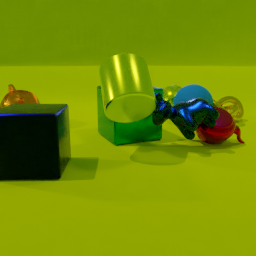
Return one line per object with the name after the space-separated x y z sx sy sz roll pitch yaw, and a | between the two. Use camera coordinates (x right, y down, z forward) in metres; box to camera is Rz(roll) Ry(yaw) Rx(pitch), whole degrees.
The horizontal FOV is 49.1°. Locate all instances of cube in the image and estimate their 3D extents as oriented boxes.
-1.664 0.194 4.943 1.101 1.101 1.101 0 13 -2 | cube
0.019 -0.396 7.008 1.268 1.268 1.268 -6 15 -23 | cube

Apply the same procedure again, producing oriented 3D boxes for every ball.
1.937 -0.705 8.357 1.177 1.177 1.177 0 14 0 | ball

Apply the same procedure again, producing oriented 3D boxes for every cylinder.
-0.023 -0.771 5.504 1.000 1.000 1.000 -8 -29 -4 | cylinder

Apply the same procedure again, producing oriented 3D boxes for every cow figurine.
1.140 -0.361 6.007 1.255 0.689 1.235 -27 60 -13 | cow figurine

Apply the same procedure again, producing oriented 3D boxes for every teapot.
-2.964 -0.532 7.836 1.214 0.956 1.953 -18 55 -33 | teapot
1.551 -1.046 9.777 1.848 1.149 0.905 -19 63 -28 | teapot
2.034 0.003 6.550 1.534 0.751 0.954 15 45 9 | teapot

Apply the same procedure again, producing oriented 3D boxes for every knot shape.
2.953 -0.543 8.702 1.405 0.649 1.314 11 28 8 | knot shape
